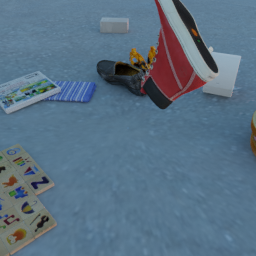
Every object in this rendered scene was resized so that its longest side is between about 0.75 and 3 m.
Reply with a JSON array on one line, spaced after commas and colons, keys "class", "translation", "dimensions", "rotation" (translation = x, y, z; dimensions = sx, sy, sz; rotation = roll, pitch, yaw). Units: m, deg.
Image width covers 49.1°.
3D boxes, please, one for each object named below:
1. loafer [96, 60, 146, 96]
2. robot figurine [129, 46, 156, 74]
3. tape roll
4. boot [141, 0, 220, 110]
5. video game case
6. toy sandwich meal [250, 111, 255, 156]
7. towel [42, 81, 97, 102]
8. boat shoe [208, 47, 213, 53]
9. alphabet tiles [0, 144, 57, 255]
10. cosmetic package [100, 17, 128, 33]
[{"class": "loafer", "translation": [-0.231, -1.999, 9.759], "dimensions": [2.506, 0.906, 0.912], "rotation": [26, 67, 34]}, {"class": "robot figurine", "translation": [0.884, -2.385, 10.661], "dimensions": [1.702, 0.683, 2.347], "rotation": [-11, 37, -11]}, {"class": "tape roll", "translation": [3.083, -1.762, 9.233], "dimensions": [0.931, 1.356, 1.356], "rotation": [15, 39, 19]}, {"class": "boot", "translation": [0.409, -0.982, 3.536], "dimensions": [0.501, 0.998, 1.383], "rotation": [0, 65, -47]}, {"class": "video game case", "translation": [-3.470, -1.257, 9.396], "dimensions": [1.869, 0.206, 1.704], "rotation": [-29, 44, -27]}, {"class": "toy sandwich meal", "translation": [4.437, 0.391, 6.680], "dimensions": [2.999, 1.027, 2.999], "rotation": [6, 35, -4]}, {"class": "towel", "translation": [-1.996, -1.239, 9.561], "dimensions": [1.679, 0.200, 1.216], "rotation": [3, 38, 7]}, {"class": "boat shoe", "translation": [3.502, -3.340, 12.423], "dimensions": [0.819, 0.298, 0.253], "rotation": [-45, 11, -36]}, {"class": "alphabet tiles", "translation": [-2.797, 1.489, 5.837], "dimensions": [2.343, 0.106, 2.802], "rotation": [-27, 44, -33]}, {"class": "cosmetic package", "translation": [-0.714, -5.509, 15.018], "dimensions": [1.490, 0.672, 0.796], "rotation": [6, 37, 3]}]
